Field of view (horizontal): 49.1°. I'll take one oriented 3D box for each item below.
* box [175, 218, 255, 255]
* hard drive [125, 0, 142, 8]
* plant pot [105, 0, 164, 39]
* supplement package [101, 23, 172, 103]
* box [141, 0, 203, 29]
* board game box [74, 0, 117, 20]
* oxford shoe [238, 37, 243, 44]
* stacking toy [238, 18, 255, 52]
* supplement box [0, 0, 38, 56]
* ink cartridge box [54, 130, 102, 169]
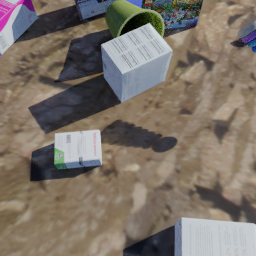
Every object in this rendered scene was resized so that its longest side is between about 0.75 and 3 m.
[{"bbox_3d":[2.086,3.005,6.772,1.798,0.956,1.369,5,63,2],"label":"box"},{"bbox_3d":[0.418,-5.478,11.584,1.083,0.208,1.641,20,65,11],"label":"hard drive"},{"bbox_3d":[0.028,-3.629,9.926,1.855,1.855,1.762,-26,53,-13],"label":"plant pot"},{"bbox_3d":[0.229,-2.041,8.955,1.746,1.670,1.284,-28,70,-14],"label":"supplement package"},{"bbox_3d":[1.576,-4.363,10.296,2.167,1.480,0.408,-5,63,-2],"label":"box"},{"bbox_3d":[-1.321,-5.369,10.362,1.694,2.125,1.029,-18,64,-3],"label":"board game box"},{"bbox_3d":[4.572,-3.323,10.466,0.880,0.314,0.321,-10,80,2],"label":"oxford shoe"},{"bbox_3d":[3.683,-2.058,7.399,0.725,0.725,1.699,-44,98,-20],"label":"stacking toy"},{"bbox_3d":[-4.587,-3.970,10.264,1.191,1.166,2.305,28,66,13],"label":"supplement box"},{"bbox_3d":[-1.445,0.634,8.225,1.328,0.560,0.970,-4,63,-2],"label":"ink cartridge box"}]
